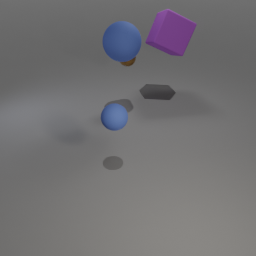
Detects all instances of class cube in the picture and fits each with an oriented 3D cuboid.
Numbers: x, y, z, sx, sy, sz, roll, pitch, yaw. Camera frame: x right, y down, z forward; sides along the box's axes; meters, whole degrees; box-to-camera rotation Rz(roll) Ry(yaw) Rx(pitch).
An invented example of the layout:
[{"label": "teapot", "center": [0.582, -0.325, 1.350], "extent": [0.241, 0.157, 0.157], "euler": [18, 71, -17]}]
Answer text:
[{"label": "cube", "center": [1.769, -3.980, 11.841], "extent": [1.400, 1.400, 1.400], "euler": [20, 11, -16]}]

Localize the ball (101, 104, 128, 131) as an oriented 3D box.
[{"label": "ball", "center": [-0.350, -0.279, 7.198], "extent": [0.700, 0.700, 0.700], "euler": [0, 29, 0]}]

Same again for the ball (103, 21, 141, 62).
[{"label": "ball", "center": [-0.215, -3.099, 10.084], "extent": [1.400, 1.400, 1.400], "euler": [0, 29, 0]}]

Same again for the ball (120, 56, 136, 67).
[{"label": "ball", "center": [-0.030, -2.845, 11.355], "extent": [0.700, 0.700, 0.700], "euler": [0, 29, 0]}]
